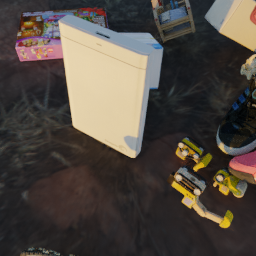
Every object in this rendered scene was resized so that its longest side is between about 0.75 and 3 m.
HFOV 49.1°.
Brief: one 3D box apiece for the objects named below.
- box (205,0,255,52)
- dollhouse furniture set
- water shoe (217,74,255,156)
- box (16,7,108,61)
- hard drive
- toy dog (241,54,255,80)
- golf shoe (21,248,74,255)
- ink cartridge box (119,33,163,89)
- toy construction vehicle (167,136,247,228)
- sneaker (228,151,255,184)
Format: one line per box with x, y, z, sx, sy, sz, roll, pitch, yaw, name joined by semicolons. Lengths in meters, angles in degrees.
3.502;-3.084;8.166;1.999;1.089;1.278;18;34;-24;box
1.382;-3.856;8.989;1.106;1.100;1.570;-15;67;15;dollhouse furniture set
3.037;-0.720;6.659;1.066;1.176;2.980;28;71;41;water shoe
-2.069;-3.136;9.187;2.865;0.560;1.961;-6;54;-5;box
-0.484;-0.697;5.922;1.882;2.854;0.381;27;53;18;hard drive
3.674;-1.740;7.889;0.756;0.733;0.528;-5;26;-9;toy dog
-1.270;2.421;4.833;1.252;0.483;0.551;25;67;-21;golf shoe
0.155;-1.904;7.660;1.128;1.098;1.754;-1;31;-8;ink cartridge box
1.564;1.098;5.941;1.717;0.605;1.495;36;35;13;toy construction vehicle
3.443;0.392;5.842;2.736;1.187;1.008;-10;12;7;sneaker
